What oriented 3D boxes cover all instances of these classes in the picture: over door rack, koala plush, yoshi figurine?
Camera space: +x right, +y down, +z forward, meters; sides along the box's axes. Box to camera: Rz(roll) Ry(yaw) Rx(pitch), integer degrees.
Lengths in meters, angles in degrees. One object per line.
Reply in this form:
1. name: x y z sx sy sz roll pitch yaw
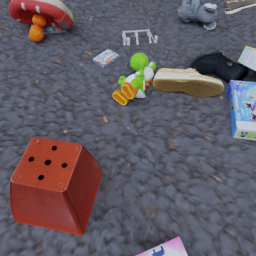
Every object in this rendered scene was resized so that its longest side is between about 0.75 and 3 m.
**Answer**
1. over door rack: 0.418 -3.527 11.149 1.177 0.531 1.594 -7 30 -6
2. koala plush: 3.117 -4.965 11.962 1.464 1.412 1.593 -41 61 -14
3. yoshi figurine: 0.206 -1.815 9.521 1.160 1.155 2.063 19 50 23

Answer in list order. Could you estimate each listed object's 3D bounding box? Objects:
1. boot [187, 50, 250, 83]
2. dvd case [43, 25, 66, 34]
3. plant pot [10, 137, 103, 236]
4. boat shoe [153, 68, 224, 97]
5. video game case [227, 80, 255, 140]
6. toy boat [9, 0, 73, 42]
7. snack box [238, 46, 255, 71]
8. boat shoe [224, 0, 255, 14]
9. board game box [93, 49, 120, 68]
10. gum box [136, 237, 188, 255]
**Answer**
1. boot: 3.214 -2.052 9.931 1.809 0.691 1.520 -25 51 -26
2. dvd case: -3.206 -4.391 12.203 1.006 0.111 0.734 -7 51 -6
3. plant pot: -1.760 1.234 6.711 1.834 1.616 1.832 9 51 8
4. boat shoe: 2.050 -1.657 9.514 2.347 0.865 0.812 9 57 8
5. video game case: 4.298 -0.559 8.863 2.010 0.504 2.217 7 51 4
6. toy boat: -3.636 -4.346 11.406 2.582 1.685 1.687 17 88 15
7. snack box: 4.951 -2.043 9.410 1.588 0.637 1.883 -3 34 -39
8. boat shoe: 3.752 -4.058 8.869 1.378 0.410 0.495 -16 31 13
9. board game box: -0.838 -2.683 10.797 0.596 0.152 0.880 34 59 24
10. gum box: 0.916 3.387 5.322 1.202 0.700 2.118 -24 50 0
